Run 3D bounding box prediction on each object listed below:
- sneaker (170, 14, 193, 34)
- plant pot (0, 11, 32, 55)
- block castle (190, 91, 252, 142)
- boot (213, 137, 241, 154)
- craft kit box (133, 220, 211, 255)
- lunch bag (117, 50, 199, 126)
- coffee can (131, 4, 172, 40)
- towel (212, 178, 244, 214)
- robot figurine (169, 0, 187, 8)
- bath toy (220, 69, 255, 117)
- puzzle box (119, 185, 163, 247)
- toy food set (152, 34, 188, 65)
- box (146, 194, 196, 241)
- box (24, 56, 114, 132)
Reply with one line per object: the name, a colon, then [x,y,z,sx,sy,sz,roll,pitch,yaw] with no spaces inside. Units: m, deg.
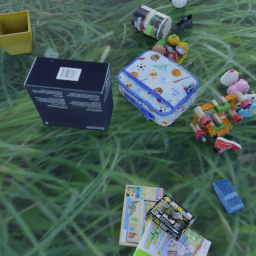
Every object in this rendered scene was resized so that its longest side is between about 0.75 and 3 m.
sneaker: [2.404,-4.715,12.646,1.292,0.512,0.487,-34,65,-18]
plant pot: [-4.657,-3.851,11.670,1.377,1.214,1.377,-10,58,-7]
block castle: [3.106,-0.338,9.410,1.878,1.255,0.881,-21,61,-12]
boot: [3.279,0.702,9.323,0.832,0.301,0.600,20,60,22]
craft kit box: [1.102,3.361,7.385,1.702,0.418,1.723,28,60,8]
lunch bag: [1.067,-1.457,10.248,2.235,1.054,2.790,-41,64,-18]
coffee can: [1.027,-4.604,12.244,1.444,1.057,1.057,33,63,19]
towel: [3.029,2.037,8.485,0.579,0.252,1.038,-19,59,-12]
robot figurine: [2.512,-6.382,13.557,0.733,0.883,1.175,28,54,-26]
bath toy: [4.158,-1.401,10.392,0.882,0.749,2.028,-11,57,-7]
puzzle box: [0.413,2.556,8.160,1.154,0.220,1.734,5,58,2]
toy food set: [1.580,-3.103,11.457,1.363,0.757,2.317,29,63,17]
box: [1.143,2.361,7.476,1.046,0.258,0.835,33,46,27]
box: [-1.797,-1.065,9.311,2.408,2.193,1.254,7,58,4]
